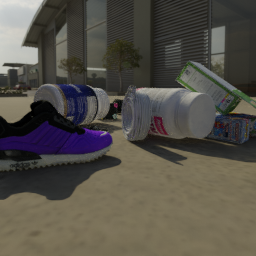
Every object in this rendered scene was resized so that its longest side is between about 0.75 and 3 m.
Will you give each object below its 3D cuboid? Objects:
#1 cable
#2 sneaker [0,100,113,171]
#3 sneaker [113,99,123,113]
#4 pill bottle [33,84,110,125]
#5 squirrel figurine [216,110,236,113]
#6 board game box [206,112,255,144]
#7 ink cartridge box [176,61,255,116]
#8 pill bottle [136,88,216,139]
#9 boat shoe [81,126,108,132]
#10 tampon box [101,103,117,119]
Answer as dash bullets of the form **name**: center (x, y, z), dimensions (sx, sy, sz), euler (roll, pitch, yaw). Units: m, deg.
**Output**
- **cable**: center (0.211, -0.377, 8.439), dimensions (0.531, 1.532, 1.532), euler (-1, -17, -19)
- **sneaker**: center (-1.545, 0.058, 6.031), dimensions (2.712, 1.349, 0.943), euler (-6, 10, -31)
- **sneaker**: center (-0.274, -1.246, 16.490), dimensions (1.448, 0.966, 2.527), euler (-1, 5, 7)
- **pill bottle**: center (-2.233, -0.950, 11.691), dimensions (1.725, 1.725, 2.981), euler (6, 10, 36)
- **squirrel figurine**: center (4.188, -0.587, 12.435), dimensions (1.131, 0.858, 1.212), euler (9, 13, 13)
- **board game box**: center (3.368, -0.053, 9.051), dimensions (2.270, 0.700, 2.269), euler (-2, 10, -18)
- **ink cartridge box**: center (3.108, -1.162, 9.509), dimensions (2.769, 0.821, 1.438), euler (40, 24, 18)
- **pill bottle**: center (1.278, -0.504, 9.083), dimensions (1.575, 1.575, 2.779), euler (-7, 10, -38)
- **boat shoe**: center (-1.116, 0.089, 9.390), dimensions (1.003, 0.339, 0.360), euler (-4, 8, -33)
- **tampon box**: center (-1.111, -0.887, 14.348), dimensions (1.071, 0.803, 0.676), euler (-2, 8, -11)
